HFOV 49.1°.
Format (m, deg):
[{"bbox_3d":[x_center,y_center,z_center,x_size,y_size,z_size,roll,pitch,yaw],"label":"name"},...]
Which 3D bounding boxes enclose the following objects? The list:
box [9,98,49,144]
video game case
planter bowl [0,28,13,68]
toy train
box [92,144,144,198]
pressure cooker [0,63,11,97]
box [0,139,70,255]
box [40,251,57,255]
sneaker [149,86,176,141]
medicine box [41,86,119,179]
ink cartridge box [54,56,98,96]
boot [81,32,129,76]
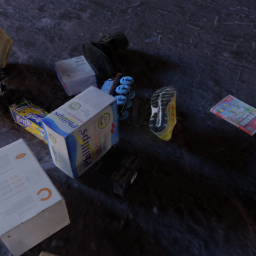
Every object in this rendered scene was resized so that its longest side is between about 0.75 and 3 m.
[{"bbox_3d":[-3.448,-0.249,10.623,2.275,0.797,0.731,29,52,26],"label":"box"},{"bbox_3d":[4.563,-0.564,11.395,1.379,0.168,1.929,-33,53,-29],"label":"video game case"},{"bbox_3d":[-6.554,-3.845,13.424,1.630,2.422,2.422,19,41,-20],"label":"planter bowl"},{"bbox_3d":[-0.575,-1.298,11.539,1.421,1.078,2.486,4,44,13],"label":"toy train"},{"bbox_3d":[-0.301,1.350,9.098,1.187,0.679,1.303,24,49,20],"label":"box"},{"bbox_3d":[-6.177,-2.148,11.677,2.382,2.128,2.095,-7,58,-6],"label":"pressure cooker"},{"bbox_3d":[-3.144,1.889,8.081,1.711,1.341,2.750,-28,51,-26],"label":"box"},{"bbox_3d":[-1.433,3.944,6.302,1.783,0.936,1.640,10,45,11],"label":"box"},{"bbox_3d":[1.421,-0.568,10.661,0.933,1.078,2.387,-5,53,32],"label":"sneaker"},{"bbox_3d":[-1.469,0.138,9.322,1.172,2.074,2.278,29,52,26],"label":"medicine box"},{"bbox_3d":[-2.456,-2.535,12.912,1.453,0.813,2.130,-18,49,-17],"label":"ink cartridge box"},{"bbox_3d":[-0.796,-3.822,13.996,2.202,1.108,2.945,-22,49,-21],"label":"boot"}]
